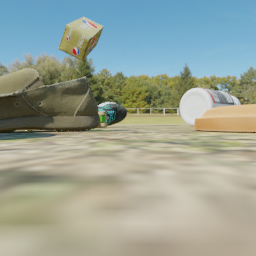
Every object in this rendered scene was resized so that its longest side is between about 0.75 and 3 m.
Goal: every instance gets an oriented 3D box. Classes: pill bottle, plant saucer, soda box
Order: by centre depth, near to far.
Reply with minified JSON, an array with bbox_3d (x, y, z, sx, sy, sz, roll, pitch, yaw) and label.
[{"bbox_3d":[2.302,-0.143,4.380,2.468,0.398,2.468,0,0,0],"label":"plant saucer"},{"bbox_3d":[3.146,-0.729,10.450,2.350,1.361,1.361,0,1,-41],"label":"pill bottle"},{"bbox_3d":[-1.722,-3.499,10.738,0.978,0.924,2.888,24,25,-8],"label":"soda box"}]

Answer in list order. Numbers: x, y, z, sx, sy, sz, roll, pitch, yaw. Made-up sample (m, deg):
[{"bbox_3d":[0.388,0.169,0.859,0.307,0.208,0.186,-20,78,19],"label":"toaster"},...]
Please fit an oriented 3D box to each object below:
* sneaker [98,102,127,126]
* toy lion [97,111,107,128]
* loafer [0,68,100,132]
[{"bbox_3d":[-0.850,-0.347,9.182,2.311,0.896,1.054,-8,19,-39],"label":"sneaker"},{"bbox_3d":[-1.275,-0.169,7.529,1.237,0.443,1.291,-8,-3,29],"label":"toy lion"},{"bbox_3d":[-1.624,-0.384,3.900,2.588,0.873,0.984,-1,1,-34],"label":"loafer"}]
